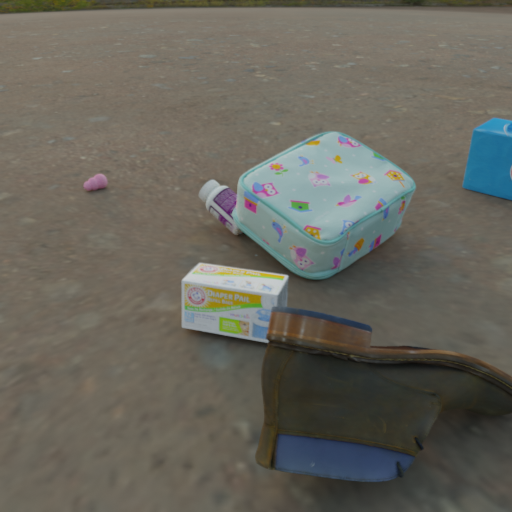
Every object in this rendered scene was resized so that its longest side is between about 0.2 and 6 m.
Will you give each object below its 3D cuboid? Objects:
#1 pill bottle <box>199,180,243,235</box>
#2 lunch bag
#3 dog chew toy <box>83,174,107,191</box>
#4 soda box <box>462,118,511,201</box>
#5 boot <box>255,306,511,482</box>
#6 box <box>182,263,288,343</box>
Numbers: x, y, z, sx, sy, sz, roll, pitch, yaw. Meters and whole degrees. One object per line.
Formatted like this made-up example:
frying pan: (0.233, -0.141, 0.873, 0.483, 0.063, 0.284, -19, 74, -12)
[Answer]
pill bottle: (-0.534, -0.892, 10.046, 1.012, 0.568, 0.568, 43, 43, 13)
lunch bag: (1.135, -0.968, 9.509, 2.289, 1.100, 2.854, 37, 48, 27)
dog chew toy: (-3.405, -1.527, 11.824, 0.502, 0.312, 0.312, -29, 40, -30)
soda box: (6.220, -1.619, 10.902, 3.891, 1.320, 1.248, 22, 36, 34)
boot: (1.388, 1.611, 5.750, 3.090, 1.498, 1.154, 18, -12, -16)
box: (-0.286, 0.611, 7.491, 1.309, 0.736, 0.664, 7, 22, 14)
